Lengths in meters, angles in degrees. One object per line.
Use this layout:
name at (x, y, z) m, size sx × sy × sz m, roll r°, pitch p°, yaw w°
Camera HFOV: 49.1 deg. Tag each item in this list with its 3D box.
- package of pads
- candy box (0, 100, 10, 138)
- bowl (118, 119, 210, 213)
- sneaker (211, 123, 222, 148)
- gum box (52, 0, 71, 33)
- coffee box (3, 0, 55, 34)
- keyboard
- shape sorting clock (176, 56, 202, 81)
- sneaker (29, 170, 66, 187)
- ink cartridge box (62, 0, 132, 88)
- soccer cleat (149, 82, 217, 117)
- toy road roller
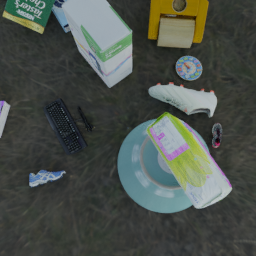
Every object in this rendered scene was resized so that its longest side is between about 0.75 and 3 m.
package of pads at (1.416, 0.709, 6.343) m, size 0.723 × 1.638 × 2.120 m, roll -39°, pitch 67°, yaw 17°
candy box at (-4.658, -0.378, 8.977) m, size 1.345 × 0.481 × 1.128 m, roll 9°, pitch 76°, yaw 2°
bowl at (1.133, 0.946, 8.103) m, size 2.964 × 1.550 × 2.964 m, roll 0°, pitch 75°, yaw 1°
sneaker at (2.870, 0.226, 8.923) m, size 0.323 × 0.299 × 0.801 m, roll 7°, pitch 75°, yaw 2°
gum box at (-1.995, -4.676, 10.085) m, size 1.718 × 0.450 × 2.022 m, roll -31°, pitch 78°, yaw -7°
coffee box at (-3.056, -4.434, 9.175) m, size 1.395 × 0.499 × 2.269 m, roll 21°, pitch 111°, yaw -26°
keyboard at (-1.851, -0.156, 9.082) m, size 1.204 × 0.195 × 1.894 m, roll -30°, pitch 79°, yaw -7°
shape sorting clock at (2.085, -2.052, 9.561) m, size 0.914 × 0.179 × 0.914 m, roll 0°, pitch 76°, yaw 0°
sneaker at (-2.476, 1.468, 8.539) m, size 1.135 × 0.430 × 0.437 m, roll -15°, pitch 80°, yaw -5°
ink cartridge box at (-0.794, -2.594, 8.494) m, size 1.106 × 2.527 × 1.836 m, roll -37°, pitch 79°, yaw -5°
soccer cleat at (1.746, -0.892, 8.996) m, size 2.225 × 0.771 × 0.863 m, roll 9°, pitch 79°, yaw 0°
toy road roller at (1.672, -4.319, 9.562) m, size 1.775 × 2.109 × 2.889 m, roll 5°, pitch 113°, yaw 1°
